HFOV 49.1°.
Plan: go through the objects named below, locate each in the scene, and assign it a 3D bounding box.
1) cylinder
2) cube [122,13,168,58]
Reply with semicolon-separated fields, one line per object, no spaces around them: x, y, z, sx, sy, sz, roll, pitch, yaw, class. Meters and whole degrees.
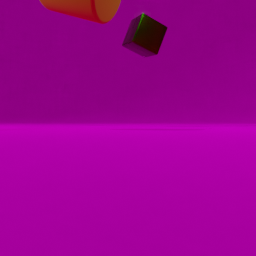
-0.828;-2.574;4.959;1.170;1.170;1.170;20;7;16;cylinder
0.568;-3.203;9.829;1.032;1.032;1.032;21;-1;-23;cube
